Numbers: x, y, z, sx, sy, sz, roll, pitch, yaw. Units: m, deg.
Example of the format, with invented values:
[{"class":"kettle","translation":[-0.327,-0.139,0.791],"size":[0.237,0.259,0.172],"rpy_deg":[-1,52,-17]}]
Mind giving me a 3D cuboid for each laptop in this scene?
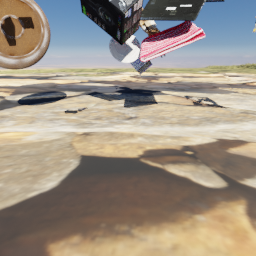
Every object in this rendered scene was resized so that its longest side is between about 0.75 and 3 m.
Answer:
[{"class":"laptop","translation":[1.744,-3.822,9.039],"size":[1.965,1.145,2.217],"rpy_deg":[14,65,33]}]

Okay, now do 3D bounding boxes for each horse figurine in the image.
[{"class":"horse figurine","translation":[0.735,-4.246,11.435],"size":[0.650,2.605,1.726],"rpy_deg":[-38,-17,13]}]

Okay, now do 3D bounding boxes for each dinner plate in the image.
[{"class":"dinner plate","translation":[-0.089,-2.926,10.108],"size":[1.184,1.184,0.143],"rpy_deg":[-4,-11,-15]}]

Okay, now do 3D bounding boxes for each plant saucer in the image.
[{"class":"plant saucer","translation":[-3.654,-3.131,8.795],"size":[2.532,2.532,0.406],"rpy_deg":[-9,8,-30]}]

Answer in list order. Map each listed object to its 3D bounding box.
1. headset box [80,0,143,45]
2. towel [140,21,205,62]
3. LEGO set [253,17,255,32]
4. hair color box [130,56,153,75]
[{"class":"headset box","translation":[-0.557,-3.641,8.114],"size":[1.868,0.867,1.627],"rpy_deg":[42,-13,6]},{"class":"towel","translation":[1.284,-2.830,8.888],"size":[1.950,0.303,2.697],"rpy_deg":[-20,23,13]},{"class":"LEGO set","translation":[4.349,-2.590,8.250],"size":[1.457,1.098,1.895],"rpy_deg":[10,46,-8]},{"class":"hair color box","translation":[0.415,-3.120,12.636],"size":[1.352,0.739,0.438],"rpy_deg":[56,10,32]}]
